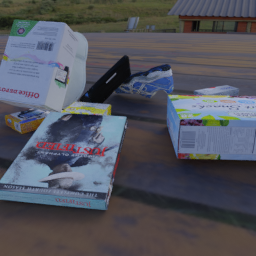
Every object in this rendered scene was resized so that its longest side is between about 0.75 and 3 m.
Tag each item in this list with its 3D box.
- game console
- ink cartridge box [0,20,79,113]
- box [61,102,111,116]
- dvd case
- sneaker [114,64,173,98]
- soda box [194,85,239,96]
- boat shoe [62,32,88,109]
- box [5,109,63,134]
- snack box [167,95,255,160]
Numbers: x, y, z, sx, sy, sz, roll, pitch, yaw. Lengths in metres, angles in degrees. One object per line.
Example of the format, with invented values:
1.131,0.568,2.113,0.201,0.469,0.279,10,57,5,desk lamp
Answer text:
-0.818,-1.542,8.901,1.001,1.512,1.720,38,75,18,game console
-2.486,-1.664,7.674,1.648,2.275,0.955,10,-8,17,ink cartridge box
-1.230,-0.182,7.411,1.162,0.479,1.980,6,21,11,box
-1.084,0.457,5.495,1.883,0.284,2.579,4,34,7,dvd case
0.469,-1.471,9.913,2.474,0.953,0.937,-7,23,39,sneaker
2.922,-1.038,9.307,1.617,0.513,0.552,-13,28,-29,soda box
-2.050,-1.862,9.496,1.047,2.874,0.888,23,-25,-35,boat shoe
-2.498,-0.305,7.901,0.931,0.324,1.563,20,32,40,box
2.396,-0.107,6.464,2.793,0.945,2.355,0,19,3,snack box
